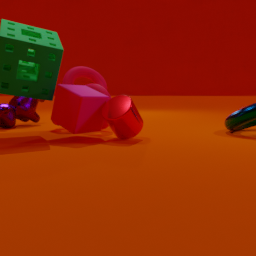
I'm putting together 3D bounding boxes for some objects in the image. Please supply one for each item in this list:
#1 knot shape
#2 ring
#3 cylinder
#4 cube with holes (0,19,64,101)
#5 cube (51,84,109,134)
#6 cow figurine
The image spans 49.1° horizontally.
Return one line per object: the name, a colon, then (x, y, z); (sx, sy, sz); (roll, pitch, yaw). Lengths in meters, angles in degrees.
knot shape: (-1.387, -0.689, 7.995); (1.856, 1.984, 0.917); (-31, -25, 6)
ring: (3.459, -0.371, 7.314); (1.870, 0.374, 1.870); (-15, -13, -4)
cylinder: (-0.114, -0.239, 6.369); (0.743, 0.743, 0.743); (4, -36, 32)
cube with holes: (-2.360, -1.582, 6.567); (1.280, 1.280, 1.280); (6, 32, -26)
cube: (-1.115, -0.453, 6.492); (0.878, 0.878, 0.878); (28, 21, 33)
cow figurine: (-3.473, -0.715, 8.788); (0.920, 1.676, 1.649); (3, -20, 26)
